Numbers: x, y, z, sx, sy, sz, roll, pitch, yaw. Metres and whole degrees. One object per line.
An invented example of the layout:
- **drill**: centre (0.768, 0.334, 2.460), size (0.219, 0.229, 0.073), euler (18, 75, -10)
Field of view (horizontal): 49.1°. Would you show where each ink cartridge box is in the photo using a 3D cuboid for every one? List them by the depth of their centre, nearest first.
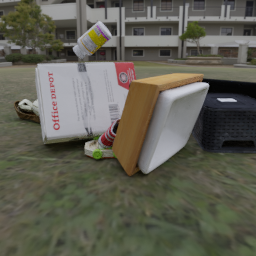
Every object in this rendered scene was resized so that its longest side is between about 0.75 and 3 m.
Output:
- **ink cartridge box**: centre (-1.207, -0.776, 8.560), size (2.943, 2.160, 1.220), euler (-6, -7, -22)

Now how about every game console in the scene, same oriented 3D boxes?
- **game console**: centre (4.616, -1.097, 10.937), size (2.579, 1.707, 2.933), euler (-14, 21, -39)

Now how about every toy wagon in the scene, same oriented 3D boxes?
- **toy wagon**: centre (-0.399, 0.534, 7.693), size (1.547, 0.306, 1.200), euler (-1, 16, -6)

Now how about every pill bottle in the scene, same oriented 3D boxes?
- **pill bottle**: centre (-1.532, -3.643, 11.781), size (1.611, 0.840, 0.840), euler (-35, 7, 17)

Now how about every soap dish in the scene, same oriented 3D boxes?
- **soap dish**: centre (0.849, -0.284, 6.982), size (1.127, 2.183, 2.775), euler (28, 27, 25)

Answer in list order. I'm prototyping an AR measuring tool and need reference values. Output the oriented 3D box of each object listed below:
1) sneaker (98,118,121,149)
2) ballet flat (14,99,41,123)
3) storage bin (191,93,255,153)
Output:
- **sneaker**: centre (-0.027, 0.023, 7.549), size (1.521, 0.542, 0.856), euler (-27, -12, -38)
- **ballet flat**: centre (-3.596, -0.735, 10.915), size (2.471, 0.894, 0.838), euler (11, 56, 34)
- **storage bin**: centre (3.057, -0.282, 8.817), size (1.858, 1.288, 2.748), euler (0, 16, 2)
